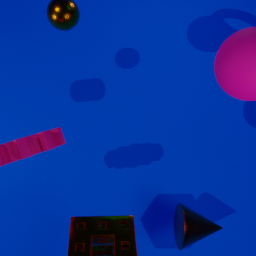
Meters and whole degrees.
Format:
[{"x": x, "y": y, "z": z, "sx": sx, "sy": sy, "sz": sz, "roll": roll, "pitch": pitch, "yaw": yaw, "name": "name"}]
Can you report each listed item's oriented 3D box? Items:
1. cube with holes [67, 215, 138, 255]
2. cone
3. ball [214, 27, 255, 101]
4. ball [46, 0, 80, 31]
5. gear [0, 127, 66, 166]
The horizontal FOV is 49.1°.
[{"x": -0.435, "y": 2.224, "z": 4.679, "sx": 1.059, "sy": 1.059, "sz": 1.059, "roll": 1, "pitch": 41, "yaw": -6, "name": "cube with holes"}, {"x": 1.544, "y": 2.092, "z": 5.924, "sx": 0.950, "sy": 0.946, "sz": 0.946, "roll": 4, "pitch": 79, "yaw": -3, "name": "cone"}, {"x": 1.949, "y": -0.997, "z": 4.416, "sx": 1.129, "sy": 1.129, "sz": 1.129, "roll": 0, "pitch": 79, "yaw": 0, "name": "ball"}, {"x": -1.430, "y": -2.529, "z": 6.197, "sx": 0.721, "sy": 0.721, "sz": 0.721, "roll": 0, "pitch": 79, "yaw": 0, "name": "ball"}, {"x": -1.807, "y": 0.355, "z": 4.544, "sx": 1.540, "sy": 1.540, "sz": 0.285, "roll": -18, "pitch": 93, "yaw": -3, "name": "gear"}]
